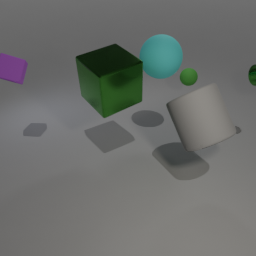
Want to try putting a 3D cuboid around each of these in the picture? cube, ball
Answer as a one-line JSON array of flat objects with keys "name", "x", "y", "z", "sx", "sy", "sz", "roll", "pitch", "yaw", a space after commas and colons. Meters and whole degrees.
[{"name": "cube", "x": -0.523, "y": -1.408, "z": 8.190, "sx": 1.400, "sy": 1.400, "sz": 1.400, "roll": -26, "pitch": 48, "yaw": -24}, {"name": "cube", "x": -3.466, "y": -1.751, "z": 8.379, "sx": 0.700, "sy": 0.700, "sz": 0.700, "roll": 14, "pitch": 1, "yaw": -15}, {"name": "ball", "x": 1.068, "y": -2.309, "z": 9.108, "sx": 1.400, "sy": 1.400, "sz": 1.400, "roll": 0, "pitch": 29, "yaw": 0}, {"name": "ball", "x": 2.406, "y": -2.024, "z": 11.107, "sx": 0.700, "sy": 0.700, "sz": 0.700, "roll": 0, "pitch": 29, "yaw": 0}]

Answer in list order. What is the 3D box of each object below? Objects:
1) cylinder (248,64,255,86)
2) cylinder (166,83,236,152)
[{"name": "cylinder", "x": 4.276, "y": -1.680, "z": 8.747, "sx": 0.700, "sy": 0.700, "sz": 0.700, "roll": -16, "pitch": 11, "yaw": -26}, {"name": "cylinder", "x": 1.902, "y": -0.265, "z": 7.373, "sx": 1.400, "sy": 1.400, "sz": 1.400, "roll": -22, "pitch": -1, "yaw": -1}]
